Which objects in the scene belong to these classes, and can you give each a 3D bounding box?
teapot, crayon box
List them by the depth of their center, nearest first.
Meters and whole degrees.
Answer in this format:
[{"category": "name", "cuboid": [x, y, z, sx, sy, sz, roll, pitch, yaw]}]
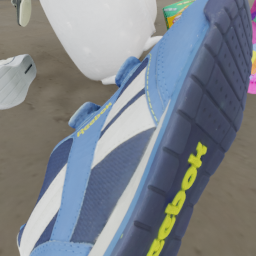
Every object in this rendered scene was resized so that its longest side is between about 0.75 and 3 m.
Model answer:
[{"category": "teapot", "cuboid": [-0.314, -2.457, 5.703, 2.125, 2.909, 2.871, -23, 47, 9]}, {"category": "crayon box", "cuboid": [2.091, -3.130, 8.010, 1.976, 1.174, 0.576, -16, 51, 9]}]

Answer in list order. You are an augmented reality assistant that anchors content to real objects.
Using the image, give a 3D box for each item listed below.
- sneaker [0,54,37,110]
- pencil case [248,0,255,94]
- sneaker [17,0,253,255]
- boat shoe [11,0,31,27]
[{"category": "sneaker", "cuboid": [-2.236, -0.801, 5.053, 0.692, 0.713, 1.954, -16, 24, 7]}, {"category": "pencil case", "cuboid": [3.010, -2.138, 5.737, 1.209, 2.735, 1.209, 11, 34, -8]}, {"category": "sneaker", "cuboid": [0.050, 0.076, 1.908, 1.006, 0.904, 2.445, 23, 78, 42]}, {"category": "boat shoe", "cuboid": [-2.985, -3.507, 7.771, 0.463, 1.371, 0.492, 2, 3, 10]}]
